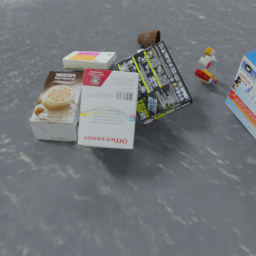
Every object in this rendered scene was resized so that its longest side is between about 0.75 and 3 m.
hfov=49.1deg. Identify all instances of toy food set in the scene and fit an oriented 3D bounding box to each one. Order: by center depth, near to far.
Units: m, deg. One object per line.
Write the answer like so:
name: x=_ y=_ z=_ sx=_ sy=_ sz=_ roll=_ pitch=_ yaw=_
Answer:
toy food set: x=2.686 y=-1.924 z=9.230 sx=0.655 sy=1.456 sz=0.695 roll=37 pitch=72 yaw=19

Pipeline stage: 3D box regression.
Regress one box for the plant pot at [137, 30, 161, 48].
plant pot: x=0.800 y=-3.483 z=11.022 sx=0.795 sy=0.743 sz=0.743 roll=10 pitch=50 yaw=20

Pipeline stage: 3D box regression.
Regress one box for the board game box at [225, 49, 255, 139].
board game box: x=3.677 y=-0.599 z=7.367 sx=0.609 sy=2.135 sz=2.181 roll=-26 pitch=62 yaw=-8

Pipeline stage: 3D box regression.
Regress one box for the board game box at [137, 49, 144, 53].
board game box: x=0.636 y=-1.844 z=9.390 sx=0.242 sy=0.884 sz=1.400 roll=-16 pitch=58 yaw=-14

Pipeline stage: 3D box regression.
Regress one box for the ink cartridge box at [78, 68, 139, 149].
ink cartridge box: x=-0.494 y=-0.444 z=7.369 sx=1.379 sy=1.373 sz=1.898 roll=6 pitch=89 yaw=-2

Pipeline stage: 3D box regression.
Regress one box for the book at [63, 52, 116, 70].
book: x=-1.351 y=-2.453 z=10.012 sx=1.616 sy=0.388 sz=1.080 roll=5 pitch=36 yaw=15

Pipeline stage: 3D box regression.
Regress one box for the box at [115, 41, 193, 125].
box: x=0.748 y=-1.344 z=8.346 sx=1.651 sy=0.456 sz=2.061 roll=-25 pitch=75 yaw=8

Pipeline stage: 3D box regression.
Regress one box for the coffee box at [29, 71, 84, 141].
coffee box: x=-2.010 y=-0.715 z=8.530 sx=1.235 sy=0.861 sz=2.159 roll=3 pitch=50 yaw=2
